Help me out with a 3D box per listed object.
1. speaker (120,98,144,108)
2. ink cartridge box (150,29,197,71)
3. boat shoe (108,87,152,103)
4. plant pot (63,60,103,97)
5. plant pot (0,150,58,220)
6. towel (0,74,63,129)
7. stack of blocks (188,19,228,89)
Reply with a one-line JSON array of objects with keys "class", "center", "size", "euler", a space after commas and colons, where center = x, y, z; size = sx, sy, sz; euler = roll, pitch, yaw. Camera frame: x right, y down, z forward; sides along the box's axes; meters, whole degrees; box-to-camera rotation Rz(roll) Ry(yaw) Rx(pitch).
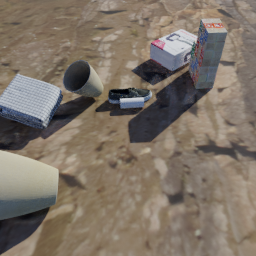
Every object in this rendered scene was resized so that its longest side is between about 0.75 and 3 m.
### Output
[{"class": "speaker", "center": [0.169, -1.046, 11.700], "size": [1.012, 0.411, 0.411], "euler": [-4, 46, -4]}, {"class": "ink cartridge box", "center": [2.485, -3.997, 14.194], "size": [2.257, 0.952, 1.634], "euler": [-32, 54, -27]}, {"class": "boat shoe", "center": [0.093, -1.450, 11.995], "size": [1.926, 0.545, 0.661], "euler": [-8, 46, -7]}, {"class": "plant pot", "center": [-1.707, -1.859, 11.686], "size": [1.376, 1.469, 1.376], "euler": [-10, 69, 26]}, {"class": "plant pot", "center": [-3.236, 1.661, 8.111], "size": [2.286, 2.141, 2.141], "euler": [5, 44, -17]}, {"class": "towel", "center": [-3.869, -1.000, 11.109], "size": [2.121, 0.908, 1.757], "euler": [17, 59, 8]}, {"class": "stack of blocks", "center": [3.396, -3.282, 12.241], "size": [0.804, 2.745, 1.581], "euler": [-3, 47, -3]}]
